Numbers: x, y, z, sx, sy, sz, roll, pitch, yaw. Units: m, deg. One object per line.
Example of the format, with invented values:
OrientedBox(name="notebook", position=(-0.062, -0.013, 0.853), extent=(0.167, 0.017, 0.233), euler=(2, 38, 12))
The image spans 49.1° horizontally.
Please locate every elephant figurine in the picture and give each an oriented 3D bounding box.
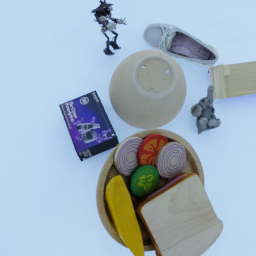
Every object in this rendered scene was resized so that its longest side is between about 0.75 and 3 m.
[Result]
OrientedBox(name="elephant figurine", position=(2.006, -0.463, 7.278), extent=(0.775, 0.707, 0.999), euler=(-18, 70, 20))

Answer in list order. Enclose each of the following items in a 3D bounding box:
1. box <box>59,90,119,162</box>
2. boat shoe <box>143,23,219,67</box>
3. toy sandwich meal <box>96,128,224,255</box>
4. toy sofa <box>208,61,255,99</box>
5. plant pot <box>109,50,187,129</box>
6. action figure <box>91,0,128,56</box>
OrientedBox(name="box", position=(-1.003, -0.080, 7.180), extent=(1.073, 0.600, 1.521), euler=(-22, 62, -9))
OrientedBox(name="boat shoe", position=(1.449, -2.334, 7.797), extent=(2.252, 0.722, 0.830), euler=(27, 107, 7))
OrientedBox(name="toy sandwich meal", position=(0.736, 1.477, 5.955), extent=(3.009, 1.031, 3.009), euler=(-1, 92, -24))
OrientedBox(name="toy sofa", position=(3.378, -1.365, 7.657), extent=(2.235, 1.090, 0.925), euler=(-8, 97, -3))
OrientedBox(name="plant pot", position=(0.566, -1.101, 7.021), extent=(2.101, 1.411, 2.101), euler=(1, 82, -4))
OrientedBox(name="action figure", position=(-0.463, -2.781, 7.516), extent=(0.770, 1.510, 0.897), euler=(16, 43, 31))
